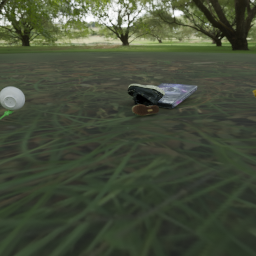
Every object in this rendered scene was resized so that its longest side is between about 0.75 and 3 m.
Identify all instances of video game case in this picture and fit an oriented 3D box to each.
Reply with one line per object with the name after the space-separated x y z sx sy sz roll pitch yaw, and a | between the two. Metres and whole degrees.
1.731 -1.498 12.456 1.826 0.242 2.556 11 29 34 | video game case

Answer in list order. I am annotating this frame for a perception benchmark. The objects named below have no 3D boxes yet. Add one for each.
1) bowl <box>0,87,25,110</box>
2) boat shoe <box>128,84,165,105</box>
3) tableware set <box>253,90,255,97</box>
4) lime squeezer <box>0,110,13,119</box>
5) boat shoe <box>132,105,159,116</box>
-3.968 -0.945 9.523 0.846 0.846 0.380 -3 26 -10 | bowl
0.572 -1.251 11.239 0.827 0.734 2.214 32 -10 -37 | boat shoe
3.791 -0.276 7.339 0.281 1.829 1.232 -32 -20 28 | tableware set
-4.112 -0.478 9.592 0.150 0.282 0.797 33 30 0 | lime squeezer
0.585 -0.626 10.266 1.093 0.404 0.404 1 -6 -28 | boat shoe
